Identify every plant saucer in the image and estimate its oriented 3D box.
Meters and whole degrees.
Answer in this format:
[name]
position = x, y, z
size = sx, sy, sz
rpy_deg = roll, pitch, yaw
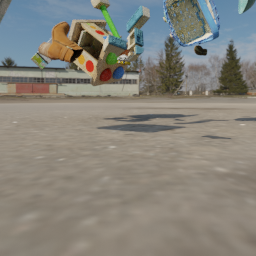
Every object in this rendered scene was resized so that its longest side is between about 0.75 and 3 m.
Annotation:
[plant saucer]
position = 2.414, -2.807, 5.476
size = 0.197, 1.098, 1.098
rpy_deg = 8, 7, 8

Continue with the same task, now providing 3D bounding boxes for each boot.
[boot]
position = -1.961, -2.741, 8.965
size = 1.221, 0.603, 1.573
rpy_deg = 20, 55, 17

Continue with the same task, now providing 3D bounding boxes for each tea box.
[tea box]
position = -2.848, -2.600, 9.834
size = 0.786, 0.534, 0.799
rpy_deg = -22, 30, 46

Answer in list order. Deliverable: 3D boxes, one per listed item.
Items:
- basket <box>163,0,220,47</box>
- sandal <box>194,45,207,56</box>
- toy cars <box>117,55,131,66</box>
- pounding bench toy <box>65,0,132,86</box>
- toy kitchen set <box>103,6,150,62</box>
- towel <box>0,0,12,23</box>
[basket]
position = 1.924, -3.345, 8.328
size = 1.509, 1.913, 2.169
rpy_deg = -25, 6, -3
[sandal]
position = 2.770, -2.974, 10.815
size = 0.877, 0.352, 0.237
rpy_deg = -3, 18, -46
[toy cars]
position = -0.107, -2.298, 9.381
size = 0.481, 0.237, 1.072
rpy_deg = 13, 2, -2
[pounding bench toy]
position = -0.905, -3.366, 10.939
size = 2.193, 2.812, 1.747
rpy_deg = 41, 38, 21
[toy kitchen set]
position = -0.047, -2.786, 7.936
size = 1.153, 1.439, 0.848
rpy_deg = 12, -28, -30
[towel]
position = -2.906, -3.035, 5.549
size = 0.484, 1.722, 2.012
rpy_deg = -18, 1, -38
